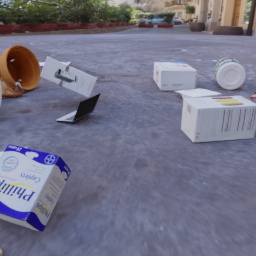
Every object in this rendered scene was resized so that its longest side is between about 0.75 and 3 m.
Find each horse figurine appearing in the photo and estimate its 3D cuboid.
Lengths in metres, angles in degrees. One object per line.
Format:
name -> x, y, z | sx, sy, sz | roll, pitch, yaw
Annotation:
horse figurine -> -5.383, -1.585, 10.623 | 0.628, 1.667, 2.516 | -33, 0, 40

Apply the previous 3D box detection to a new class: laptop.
laptop -> -1.560, -0.650, 8.771 | 1.138, 0.659, 1.065 | 4, 21, 29

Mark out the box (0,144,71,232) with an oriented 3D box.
box -> -1.648, 0.926, 4.467 | 1.009, 0.576, 1.097 | 10, 58, 17

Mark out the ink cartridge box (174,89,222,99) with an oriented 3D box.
ink cartridge box -> 2.683, -1.226, 10.905 | 1.238, 0.383, 1.526 | -8, 15, -17

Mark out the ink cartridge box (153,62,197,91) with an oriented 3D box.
ink cartridge box -> 2.111, -2.418, 12.907 | 1.575, 0.922, 2.179 | -1, 24, -3

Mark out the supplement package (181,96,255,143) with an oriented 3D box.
supplement package -> 2.469, -0.275, 7.654 | 1.747, 0.957, 0.994 | -4, 23, -10

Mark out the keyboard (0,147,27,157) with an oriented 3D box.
keyboard -> -2.489, 0.975, 5.730 | 0.670, 0.127, 2.379 | -6, 23, -13

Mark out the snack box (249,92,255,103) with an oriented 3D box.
snack box -> 5.437, -1.308, 11.102 | 0.729, 0.246, 2.027 | 15, 27, 32

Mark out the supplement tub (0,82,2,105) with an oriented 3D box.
supplement tub -> -5.504, -1.176, 8.671 | 2.563, 1.854, 1.854 | -2, 22, -5

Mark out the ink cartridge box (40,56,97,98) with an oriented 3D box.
ink cartridge box -> -2.063, -1.758, 9.969 | 1.795, 0.744, 1.317 | 23, 3, -8

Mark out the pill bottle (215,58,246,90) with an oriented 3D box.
pill bottle -> 4.648, -2.579, 12.940 | 1.209, 1.209, 2.137 | 5, 22, 11

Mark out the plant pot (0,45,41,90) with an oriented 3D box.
plant pot -> -4.959, -2.486, 12.187 | 1.336, 1.909, 1.909 | -8, 17, 27

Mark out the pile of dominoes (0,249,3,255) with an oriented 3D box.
pile of dominoes -> -3.127, 1.785, 3.414 | 2.457, 0.391, 1.915 | 8, 24, 17

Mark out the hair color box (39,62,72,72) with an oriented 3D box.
hair color box -> -4.119, -3.158, 15.090 | 2.024, 0.656, 1.106 | -3, 22, -1
